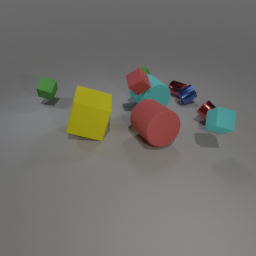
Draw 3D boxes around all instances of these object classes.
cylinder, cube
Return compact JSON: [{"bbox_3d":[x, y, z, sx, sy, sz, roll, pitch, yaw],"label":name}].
[{"bbox_3d":[0.989,-0.212,10.395,1.400,1.400,1.400,-14,28,-21],"label":"cylinder"},{"bbox_3d":[3.154,-0.247,9.566,0.700,0.700,0.700,14,-14,-15],"label":"cube"},{"bbox_3d":[-3.673,-1.793,12.759,0.700,0.700,0.700,16,64,-2],"label":"cube"},{"bbox_3d":[-1.475,-0.574,10.783,1.400,1.400,1.400,14,30,-11],"label":"cube"},{"bbox_3d":[0.430,-1.910,11.554,0.700,0.700,0.700,-27,54,24],"label":"cube"},{"bbox_3d":[2.772,-1.577,13.146,0.700,0.700,0.700,-29,34,5],"label":"cylinder"},{"bbox_3d":[0.971,-1.568,12.635,1.400,1.400,1.400,-14,34,-21],"label":"cylinder"},{"bbox_3d":[2.468,-1.945,13.928,0.700,0.700,0.700,27,41,35],"label":"cylinder"},{"bbox_3d":[3.325,-0.658,11.529,0.700,0.700,0.700,-31,72,-39],"label":"cylinder"}]

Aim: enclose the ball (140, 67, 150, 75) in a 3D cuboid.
[{"bbox_3d":[0.771,-2.799,14.464,0.700,0.700,0.700,0,32,0],"label":"ball"}]
